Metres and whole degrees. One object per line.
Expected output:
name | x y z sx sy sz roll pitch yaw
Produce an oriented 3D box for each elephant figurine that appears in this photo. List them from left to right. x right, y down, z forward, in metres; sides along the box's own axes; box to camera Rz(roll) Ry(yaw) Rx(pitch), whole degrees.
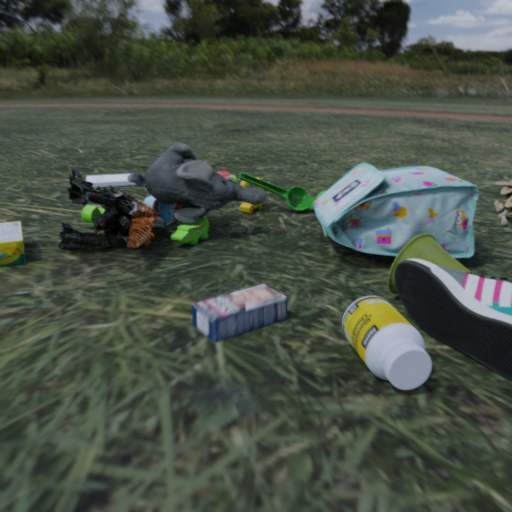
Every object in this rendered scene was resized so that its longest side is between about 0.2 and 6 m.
elephant figurine | -1.232 -1.451 11.923 2.186 1.547 1.696 34 80 37

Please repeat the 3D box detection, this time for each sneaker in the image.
sneaker | 3.385 0.624 7.793 1.645 1.139 2.725 -17 34 -27

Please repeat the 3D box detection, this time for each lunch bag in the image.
lunch bag | 2.583 -0.900 11.151 2.788 1.700 2.375 -3 17 -1

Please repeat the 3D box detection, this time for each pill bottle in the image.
pill bottle | 1.658 1.101 7.135 0.761 0.761 1.359 -4 20 -11

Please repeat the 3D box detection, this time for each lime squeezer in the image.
lime squeezer | 1.395 -1.512 13.617 3.471 1.226 0.655 11 57 15

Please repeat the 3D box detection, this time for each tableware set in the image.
tableware set | 6.371 -1.615 13.530 1.515 0.459 2.293 -40 3 27

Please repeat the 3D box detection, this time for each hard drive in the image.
hard drive | -4.393 -2.287 17.036 1.476 0.197 0.973 -5 21 -13

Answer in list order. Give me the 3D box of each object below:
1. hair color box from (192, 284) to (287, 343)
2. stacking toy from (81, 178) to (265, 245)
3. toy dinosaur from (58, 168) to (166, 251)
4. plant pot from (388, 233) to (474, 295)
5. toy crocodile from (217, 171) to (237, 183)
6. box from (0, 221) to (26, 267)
hair color box | -0.238 0.832 8.386 1.302 0.394 0.651 -14 24 -32
stacking toy | -1.870 -1.317 13.471 2.875 0.896 3.813 10 23 26
toy dinosaur | -2.811 -0.827 11.527 2.126 1.600 3.133 9 -6 -25
plant pot | 2.874 0.383 8.836 1.142 1.142 1.085 -15 36 -34
toy crocodile | -0.909 -2.241 16.468 0.555 0.508 1.644 -5 20 -13
box | -5.721 -0.137 10.785 2.322 0.562 1.362 -6 22 -22
